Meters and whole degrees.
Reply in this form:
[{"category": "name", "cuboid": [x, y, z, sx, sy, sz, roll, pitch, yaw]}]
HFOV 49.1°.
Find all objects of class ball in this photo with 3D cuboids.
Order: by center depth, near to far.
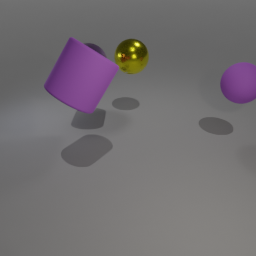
[{"category": "ball", "cuboid": [3.901, -1.534, 9.604, 1.400, 1.400, 1.400, 0, 29, 0]}, {"category": "ball", "cuboid": [0.145, -2.864, 11.264, 1.400, 1.400, 1.400, 0, 29, 0]}]

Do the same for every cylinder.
[{"category": "cylinder", "cuboid": [-1.160, -1.302, 7.044, 1.400, 1.400, 1.400, 31, 10, -6]}, {"category": "cylinder", "cuboid": [-1.457, -2.164, 9.812, 1.400, 1.400, 1.400, 0, 25, 0]}]
